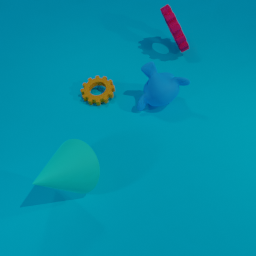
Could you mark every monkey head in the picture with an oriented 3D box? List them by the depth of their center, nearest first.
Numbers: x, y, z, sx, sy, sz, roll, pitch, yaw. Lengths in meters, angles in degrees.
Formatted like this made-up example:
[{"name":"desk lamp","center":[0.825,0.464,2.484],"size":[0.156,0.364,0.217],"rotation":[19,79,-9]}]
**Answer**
[{"name":"monkey head","center":[0.961,-1.379,8.981],"size":[1.864,1.341,1.123],"rotation":[-28,41,15]}]

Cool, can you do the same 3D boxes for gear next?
[{"name":"gear","center":[-1.036,-1.300,9.658],"size":[1.147,0.212,1.147],"rotation":[-3,59,5]},{"name":"gear","center":[1.851,-3.907,11.055],"size":[0.343,1.856,1.856],"rotation":[-27,47,14]}]

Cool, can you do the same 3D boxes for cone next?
[{"name":"cone","center":[-1.601,1.045,6.329],"size":[1.386,1.386,1.391],"rotation":[29,22,24]}]
